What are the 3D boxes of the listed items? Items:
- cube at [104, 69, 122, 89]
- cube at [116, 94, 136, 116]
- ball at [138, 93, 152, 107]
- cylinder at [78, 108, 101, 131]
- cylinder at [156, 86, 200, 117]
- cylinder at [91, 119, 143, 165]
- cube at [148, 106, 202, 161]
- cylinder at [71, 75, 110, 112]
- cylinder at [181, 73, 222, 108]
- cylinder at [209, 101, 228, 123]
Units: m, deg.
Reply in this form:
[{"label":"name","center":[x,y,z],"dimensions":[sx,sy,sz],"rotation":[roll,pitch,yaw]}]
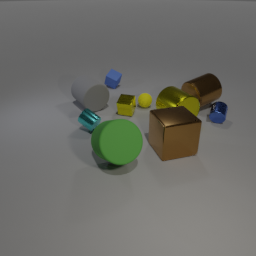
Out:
[{"label":"cube","center":[-0.849,-2.812,16.044],"dimensions":[0.700,0.700,0.700],"rotation":[28,54,5]},{"label":"cube","center":[-0.069,-1.063,12.921],"dimensions":[0.700,0.700,0.700],"rotation":[9,46,16]},{"label":"ball","center":[0.833,-1.357,13.705],"dimensions":[0.700,0.700,0.700],"rotation":[0,28,0]},{"label":"cylinder","center":[-1.579,-0.340,11.504],"dimensions":[0.700,0.700,0.700],"rotation":[36,38,11]},{"label":"cylinder","center":[2.154,-0.966,12.244],"dimensions":[1.400,1.400,1.400],"rotation":[-14,31,-24]},{"label":"cylinder","center":[-0.400,0.427,9.134],"dimensions":[1.400,1.400,1.400],"rotation":[-10,3,-18]},{"label":"cube","center":[1.648,0.156,10.170],"dimensions":[1.400,1.400,1.400],"rotation":[-8,29,-15]},{"label":"cylinder","center":[-1.826,-1.689,13.498],"dimensions":[1.400,1.400,1.400],"rotation":[-18,36,-29]},{"label":"cylinder","center":[3.530,-1.771,13.511],"dimensions":[1.400,1.400,1.400],"rotation":[-24,35,-21]},{"label":"cylinder","center":[3.971,-0.685,12.280],"dimensions":[0.700,0.700,0.700],"rotation":[11,50,19]}]
